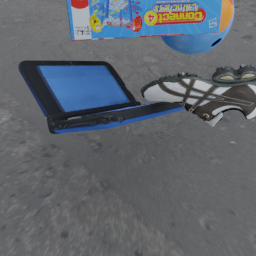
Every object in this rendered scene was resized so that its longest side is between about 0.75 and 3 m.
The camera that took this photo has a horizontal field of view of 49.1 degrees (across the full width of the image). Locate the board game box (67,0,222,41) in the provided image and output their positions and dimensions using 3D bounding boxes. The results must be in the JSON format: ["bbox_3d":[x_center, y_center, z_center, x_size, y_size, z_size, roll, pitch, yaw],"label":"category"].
[{"bbox_3d":[0.119,-2.493,6.034,2.724,0.777,2.782,-5,24,-8],"label":"board game box"}]

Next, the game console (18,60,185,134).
[{"bbox_3d":[-0.435,-0.897,5.950,2.340,1.622,2.742,-6,7,42],"label":"game console"}]

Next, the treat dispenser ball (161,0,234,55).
[{"bbox_3d":[1.951,-3.360,8.321,2.269,2.269,2.269,0,43,0],"label":"treat dispenser ball"}]

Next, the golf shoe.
[{"bbox_3d":[1.159,-0.478,4.750,2.023,0.956,0.786,-3,5,28],"label":"golf shoe"}]
